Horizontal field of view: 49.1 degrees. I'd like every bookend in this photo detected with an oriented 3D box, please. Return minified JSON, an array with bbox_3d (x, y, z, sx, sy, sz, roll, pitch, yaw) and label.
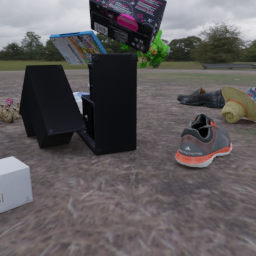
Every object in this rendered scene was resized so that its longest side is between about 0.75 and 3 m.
[{"bbox_3d":[-0.775,-0.879,8.346,1.207,2.621,2.605,-6,17,-21],"label":"bookend"},{"bbox_3d":[-2.397,-0.268,8.463,1.074,2.316,2.331,-9,62,-32],"label":"bookend"}]

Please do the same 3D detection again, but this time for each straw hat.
[{"bbox_3d":[4.085,-0.662,10.809,0.847,2.002,2.002,-45,23,-3],"label":"straw hat"}]

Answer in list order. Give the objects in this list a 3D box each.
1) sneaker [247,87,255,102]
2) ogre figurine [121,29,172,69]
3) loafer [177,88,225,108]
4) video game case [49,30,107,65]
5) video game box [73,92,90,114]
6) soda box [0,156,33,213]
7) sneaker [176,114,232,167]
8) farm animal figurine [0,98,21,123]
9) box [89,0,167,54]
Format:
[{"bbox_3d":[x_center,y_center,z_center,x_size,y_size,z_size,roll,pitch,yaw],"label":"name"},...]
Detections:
[{"bbox_3d":[6.780,-1.758,14.967,0.751,0.905,1.895,1,15,4],"label":"sneaker"},{"bbox_3d":[0.709,-3.279,11.152,1.401,2.337,1.146,-14,35,48],"label":"ogre figurine"},{"bbox_3d":[3.750,-1.634,14.450,2.571,0.929,0.936,9,18,34],"label":"loafer"},{"bbox_3d":[-2.032,-3.341,11.876,2.316,1.658,0.206,7,60,32],"label":"video game case"},{"bbox_3d":[-1.904,-1.220,13.487,2.813,0.658,2.562,5,18,17],"label":"video game box"},{"bbox_3d":[-2.750,1.126,4.487,2.218,0.706,0.755,-15,21,-42],"label":"soda box"},{"bbox_3d":[2.137,0.146,7.376,1.046,1.112,2.715,9,17,29],"label":"sneaker"},{"bbox_3d":[-4.795,-0.614,11.160,1.478,0.771,1.462,-1,25,-32],"label":"farm animal figurine"},{"bbox_3d":[-0.022,-3.399,8.496,2.008,1.152,1.327,26,-19,5],"label":"box"}]
